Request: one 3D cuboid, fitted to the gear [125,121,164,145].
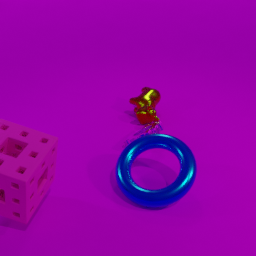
[{"bbox_3d":[0.441,0.157,7.551,1.083,0.200,1.083,-28,8,4],"label":"gear"}]

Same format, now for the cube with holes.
[{"bbox_3d":[-2.061,0.754,5.026,1.145,1.145,1.145,18,37,3],"label":"cube with holes"}]

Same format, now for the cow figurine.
[{"bbox_3d":[0.686,-0.745,9.070,1.427,0.783,1.404,-45,35,-23],"label":"cow figurine"}]

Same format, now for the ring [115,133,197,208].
[{"bbox_3d":[0.579,0.851,6.004,1.755,0.351,1.755,-8,51,9],"label":"ring"}]
